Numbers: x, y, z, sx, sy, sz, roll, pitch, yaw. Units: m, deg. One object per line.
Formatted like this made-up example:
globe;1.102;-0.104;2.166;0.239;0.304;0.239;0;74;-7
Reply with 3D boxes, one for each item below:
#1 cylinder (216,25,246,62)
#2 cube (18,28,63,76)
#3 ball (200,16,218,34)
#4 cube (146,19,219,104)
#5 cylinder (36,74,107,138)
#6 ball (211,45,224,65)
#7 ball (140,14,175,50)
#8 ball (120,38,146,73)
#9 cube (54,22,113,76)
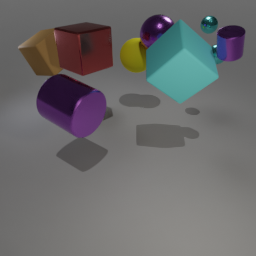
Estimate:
cylinder;2.741;-2.266;7.504;0.700;0.700;0.700;-8;45;8
cube;-3.307;-3.119;11.562;1.400;1.400;1.400;10;50;40
ball;3.292;-4.186;11.357;0.700;0.700;0.700;0;32;0
cube;1.476;-1.834;7.927;1.400;1.400;1.400;29;45;-29
cylinder;-1.559;-0.630;7.821;1.400;1.400;1.400;27;40;27
ball;3.202;-2.648;10.101;0.700;0.700;0.700;0;32;0
ball;1.140;-3.518;10.537;1.400;1.400;1.400;0;32;0
ball;0.359;-3.007;11.633;1.400;1.400;1.400;0;32;0
cube;-1.506;-2.782;9.720;1.400;1.400;1.400;-27;39;-37
